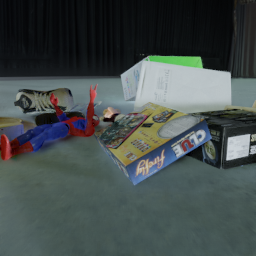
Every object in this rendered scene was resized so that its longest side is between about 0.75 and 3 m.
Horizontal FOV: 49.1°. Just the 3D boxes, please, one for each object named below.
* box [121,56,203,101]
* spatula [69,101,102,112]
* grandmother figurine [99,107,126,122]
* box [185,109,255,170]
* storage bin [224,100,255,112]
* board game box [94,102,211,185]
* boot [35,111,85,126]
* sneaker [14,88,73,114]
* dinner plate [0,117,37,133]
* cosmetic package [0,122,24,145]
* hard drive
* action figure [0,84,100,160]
[{"bbox_3d":[1.481,-2.067,12.236,2.738,1.324,2.416,-7,-5,-28],"label":"box"},{"bbox_3d":[-1.700,-0.810,10.888,1.106,0.128,1.590,1,19,7],"label":"spatula"},{"bbox_3d":[-0.324,-0.295,7.969,0.970,0.484,1.599,-13,13,-16],"label":"grandmother figurine"},{"bbox_3d":[1.926,0.128,5.359,1.702,0.733,1.394,-7,14,-27],"label":"box"},{"bbox_3d":[3.333,-0.167,6.551,1.700,0.797,1.688,-12,18,-43],"label":"storage bin"},{"bbox_3d":[0.276,0.132,4.969,1.395,0.356,2.060,-29,20,-11],"label":"board game box"},{"bbox_3d":[-1.832,-0.233,7.805,1.250,0.451,0.944,-3,6,3],"label":"boot"},{"bbox_3d":[-3.010,-0.891,9.570,1.498,0.919,2.301,-14,18,-43],"label":"sneaker"},{"bbox_3d":[-3.510,-0.028,7.251,2.248,0.272,2.248,0,14,0],"label":"dinner plate"},{"bbox_3d":[-2.688,0.149,6.015,0.843,0.429,0.312,-12,18,-39],"label":"cosmetic package"},{"bbox_3d":[1.502,-1.000,7.583,2.460,1.623,0.312,9,-31,3],"label":"hard drive"},{"bbox_3d":[-1.580,-0.288,6.079,0.900,1.366,2.759,9,13,35],"label":"action figure"}]
